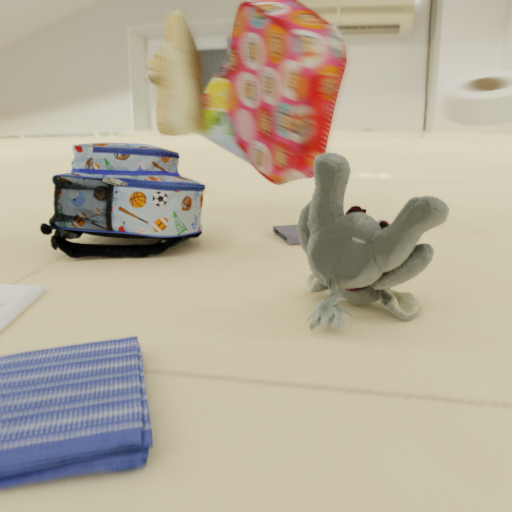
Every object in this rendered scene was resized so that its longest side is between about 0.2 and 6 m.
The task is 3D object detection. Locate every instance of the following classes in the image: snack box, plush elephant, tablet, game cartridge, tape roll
[{"bbox_3d":[-0.160,-3.197,13.212,2.459,1.749,0.651,32,2,11],"label":"snack box"},{"bbox_3d":[1.511,0.023,7.912,1.905,2.313,1.791,21,1,22],"label":"plush elephant"},{"bbox_3d":[-4.014,0.796,7.854,1.395,0.146,2.144,0,16,0],"label":"tablet"},{"bbox_3d":[0.881,-0.464,12.163,0.757,0.224,1.168,0,15,-16],"label":"game cartridge"},{"bbox_3d":[4.353,-3.002,10.600,1.539,0.538,1.539,-9,33,6],"label":"tape roll"}]

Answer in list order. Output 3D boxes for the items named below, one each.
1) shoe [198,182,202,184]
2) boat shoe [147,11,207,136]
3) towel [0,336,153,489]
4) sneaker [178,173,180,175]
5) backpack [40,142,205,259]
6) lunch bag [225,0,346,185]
[{"bbox_3d":[-2.801,-2.279,17.717,2.284,0.610,0.799,-2,16,-7],"label":"shoe"},{"bbox_3d":[-1.442,-3.139,9.591,0.875,2.528,0.932,-13,-28,10],"label":"boat shoe"},{"bbox_3d":[-1.930,1.447,5.499,1.718,0.283,2.373,-6,15,-12],"label":"towel"},{"bbox_3d":[-3.256,-1.808,14.999,2.939,1.207,1.144,2,16,10],"label":"sneaker"},{"bbox_3d":[-2.415,-1.174,11.348,2.776,2.245,2.915,12,14,3],"label":"backpack"},{"bbox_3d":[0.527,-2.930,10.360,1.246,3.041,2.678,-15,47,-25],"label":"lunch bag"}]
